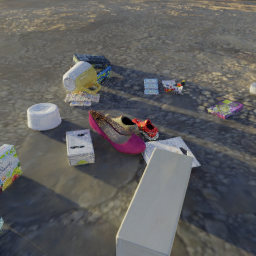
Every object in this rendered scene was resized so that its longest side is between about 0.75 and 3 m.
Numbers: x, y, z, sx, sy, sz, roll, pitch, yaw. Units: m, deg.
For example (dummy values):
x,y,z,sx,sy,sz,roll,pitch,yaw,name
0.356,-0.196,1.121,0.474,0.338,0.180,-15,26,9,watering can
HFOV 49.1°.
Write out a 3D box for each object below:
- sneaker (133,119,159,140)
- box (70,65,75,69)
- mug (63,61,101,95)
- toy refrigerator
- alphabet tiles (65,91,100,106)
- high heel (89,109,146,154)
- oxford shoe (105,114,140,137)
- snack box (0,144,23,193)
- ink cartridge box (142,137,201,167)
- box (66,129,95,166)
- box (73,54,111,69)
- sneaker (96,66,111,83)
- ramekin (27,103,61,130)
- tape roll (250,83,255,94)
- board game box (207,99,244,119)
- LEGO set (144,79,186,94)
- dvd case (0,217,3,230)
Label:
x,y,z,sx,sy,sz,roll,pitch,yaw,name
0.645,-0.086,9.926,0.506,0.558,1.314,-20,38,-32,sneaker
-2.812,-3.172,15.224,0.383,0.286,0.764,-17,34,-30,box
-2.148,-2.217,12.716,1.576,1.262,1.294,7,33,28,mug
0.701,1.744,6.376,1.037,0.956,2.732,13,38,14,toy refrigerator
-2.006,-1.334,12.395,1.472,0.107,1.440,0,31,1,alphabet tiles
-0.426,0.109,8.952,2.254,1.083,0.760,18,57,38,high heel
-0.229,-0.221,10.037,0.632,0.671,1.793,-28,41,-37,oxford shoe
-3.484,1.198,7.417,0.365,0.980,1.379,7,33,20,snack box
1.235,0.906,8.501,1.364,0.346,1.548,-8,33,-10,ink cartridge box
-1.538,0.595,8.960,0.797,0.411,1.366,-7,32,-12,box
-2.044,-3.736,15.722,1.808,0.461,1.426,-3,30,-24,box
-1.391,-2.808,14.334,0.680,0.582,1.641,23,41,22,sneaker
-3.147,-0.462,10.472,1.229,0.599,1.229,0,30,0,ramekin
6.148,-1.817,13.004,0.883,0.292,0.883,1,32,0,tape roll
3.991,-0.801,11.460,1.375,0.222,0.825,-24,35,-33,board game box
1.793,-2.090,13.308,2.012,0.494,1.503,1,35,2,LEGO set
-4.148,2.609,5.829,2.442,0.269,1.783,-1,32,0,dvd case
